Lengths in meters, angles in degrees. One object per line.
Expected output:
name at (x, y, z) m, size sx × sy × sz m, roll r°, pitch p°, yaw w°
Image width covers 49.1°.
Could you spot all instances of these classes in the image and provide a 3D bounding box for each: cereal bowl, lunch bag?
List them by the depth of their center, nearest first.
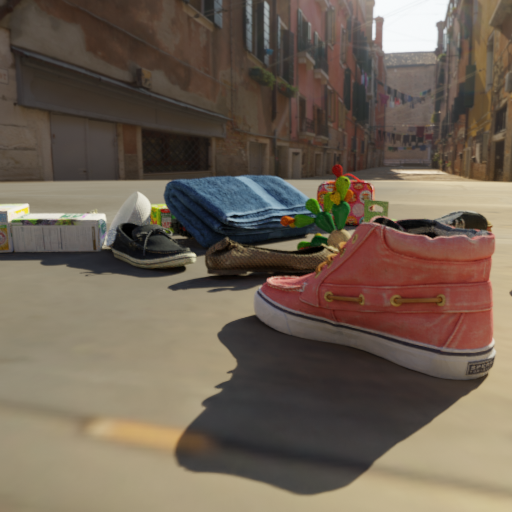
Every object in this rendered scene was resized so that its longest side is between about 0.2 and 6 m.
cereal bowl at (-2.546, -0.647, 11.514) m, size 0.531 × 1.276 × 1.276 m, roll 30°, pitch -3°, yaw -24°
lunch bag at (2.511, -1.582, 15.793) m, size 1.627 × 1.433 × 0.666 m, roll 3°, pitch 10°, yaw 16°

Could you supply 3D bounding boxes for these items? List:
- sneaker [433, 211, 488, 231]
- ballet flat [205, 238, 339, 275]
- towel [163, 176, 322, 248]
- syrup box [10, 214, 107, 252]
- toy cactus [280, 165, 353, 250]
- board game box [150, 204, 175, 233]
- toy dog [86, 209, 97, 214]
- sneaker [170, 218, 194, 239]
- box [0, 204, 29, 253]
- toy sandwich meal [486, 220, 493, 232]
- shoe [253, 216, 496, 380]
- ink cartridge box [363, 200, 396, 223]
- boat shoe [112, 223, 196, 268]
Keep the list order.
sneaker at (3.763, -0.379, 11.292) m, size 2.029 × 0.761 × 1.172 m, roll -9°, pitch 14°, yaw 6°
ballet flat at (0.418, -0.019, 9.071) m, size 2.526 × 0.585 × 0.851 m, roll -2°, pitch 1°, yaw -13°
towel at (-0.194, -1.198, 13.037) m, size 3.699 × 0.898 × 2.065 m, roll -11°, pitch 44°, yaw -46°
syrup box at (-4.007, -0.479, 11.485) m, size 1.736 × 0.707 × 0.684 m, roll -1°, pitch 15°, yaw -2°
toy cactus at (1.298, -0.538, 10.190) m, size 0.976 × 1.910 × 1.576 m, roll 3°, pitch 44°, yaw -43°
board game box at (-1.480, -1.048, 15.012) m, size 2.737 × 0.652 × 1.390 m, roll -5°, pitch 11°, yaw -25°
toy dog at (-5.182, -1.296, 17.612) m, size 0.384 × 0.276 × 0.396 m, roll -11°, pitch 8°, yaw 11°
sneaker at (-1.282, -0.758, 13.253) m, size 1.461 × 0.516 × 0.714 m, roll 3°, pitch 36°, yaw 5°
box at (-5.422, -0.595, 11.778) m, size 0.943 × 0.850 × 1.677 m, roll -2°, pitch 10°, yaw -8°
toy sandwich meal at (5.625, -0.747, 14.393) m, size 0.930 × 0.319 × 0.930 m, roll -1°, pitch 6°, yaw 0°
shoe at (1.066, 0.223, 5.747) m, size 1.019 × 1.297 × 2.852 m, roll -8°, pitch 13°, yaw -40°
ink cartridge box at (2.111, -0.348, 9.416) m, size 0.349 × 1.177 × 0.611 m, roll -4°, pitch 11°, yaw -28°
boat shoe at (-1.893, -0.201, 10.020) m, size 0.841 × 0.702 × 2.255 m, roll -6°, pitch 13°, yaw -40°
